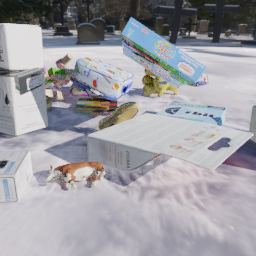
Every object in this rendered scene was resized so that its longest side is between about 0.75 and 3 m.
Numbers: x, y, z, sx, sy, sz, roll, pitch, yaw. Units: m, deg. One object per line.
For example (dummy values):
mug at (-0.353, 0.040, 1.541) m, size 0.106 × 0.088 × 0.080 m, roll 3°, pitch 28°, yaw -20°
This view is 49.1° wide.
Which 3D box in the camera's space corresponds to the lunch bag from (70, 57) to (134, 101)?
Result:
lunch bag at (-0.953, -2.058, 11.750) m, size 2.317 × 1.092 × 2.891 m, roll 27°, pitch 23°, yaw 5°

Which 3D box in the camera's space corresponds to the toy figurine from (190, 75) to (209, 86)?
toy figurine at (3.701, -2.407, 14.484) m, size 1.034 × 0.545 × 0.620 m, roll 0°, pitch 25°, yaw 4°

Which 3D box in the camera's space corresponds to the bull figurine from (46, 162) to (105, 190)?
bull figurine at (-1.014, 0.909, 5.537) m, size 1.175 × 0.383 × 0.713 m, roll -9°, pitch 23°, yaw -20°

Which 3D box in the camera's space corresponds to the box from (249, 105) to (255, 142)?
box at (4.123, 0.199, 6.590) m, size 1.189 × 0.974 × 2.505 m, roll -4°, pitch 20°, yaw -11°

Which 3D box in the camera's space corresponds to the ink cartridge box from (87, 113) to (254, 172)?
ink cartridge box at (0.934, 0.405, 6.315) m, size 2.970 × 0.702 × 2.377 m, roll 14°, pitch 23°, yaw 37°

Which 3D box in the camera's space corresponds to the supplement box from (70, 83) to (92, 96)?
supplement box at (-2.085, -1.784, 12.581) m, size 0.902 × 0.456 × 0.466 m, roll 10°, pitch 63°, yaw 27°

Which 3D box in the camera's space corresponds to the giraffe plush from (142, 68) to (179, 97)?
giraffe plush at (1.633, -2.090, 12.621) m, size 1.360 × 1.447 × 1.677 m, roll -4°, pitch 24°, yaw -39°

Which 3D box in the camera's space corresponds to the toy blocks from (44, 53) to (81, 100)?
toy blocks at (-3.491, -1.965, 12.193) m, size 1.948 × 2.314 × 2.162 m, roll -26°, pitch -14°, yaw 40°

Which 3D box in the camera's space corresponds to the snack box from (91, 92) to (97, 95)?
snack box at (-1.611, -1.769, 13.074) m, size 2.033 × 0.247 × 0.731 m, roll 11°, pitch 22°, yaw 27°

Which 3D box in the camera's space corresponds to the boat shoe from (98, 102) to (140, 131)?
boat shoe at (-0.241, -0.165, 7.631) m, size 0.521 × 1.455 × 0.554 m, roll 30°, pitch 42°, yaw -32°

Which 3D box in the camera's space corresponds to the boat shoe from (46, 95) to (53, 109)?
boat shoe at (-4.243, -1.008, 9.947) m, size 2.996 × 0.942 × 1.093 m, roll -4°, pitch 20°, yaw -12°

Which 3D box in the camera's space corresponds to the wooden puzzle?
wooden puzzle at (-1.174, -0.873, 10.705) m, size 1.558 × 0.185 × 2.628 m, roll -1°, pitch 19°, yaw -3°

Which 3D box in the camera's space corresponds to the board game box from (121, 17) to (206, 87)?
board game box at (0.756, -1.763, 7.148) m, size 1.924 × 0.466 × 2.544 m, roll 32°, pitch 6°, yaw -3°

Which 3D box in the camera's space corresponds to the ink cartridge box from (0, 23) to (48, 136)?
ink cartridge box at (-3.554, -1.441, 8.080) m, size 2.100 × 2.904 × 1.223 m, roll 9°, pitch 18°, yaw 29°

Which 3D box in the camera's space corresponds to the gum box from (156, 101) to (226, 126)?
gum box at (1.895, -0.261, 8.585) m, size 1.820 × 0.477 × 2.142 m, roll 10°, pitch 22°, yaw 25°

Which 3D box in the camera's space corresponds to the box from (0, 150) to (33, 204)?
box at (-2.877, 0.914, 5.235) m, size 1.878 × 0.565 × 1.095 m, roll -2°, pitch 20°, yaw -3°
